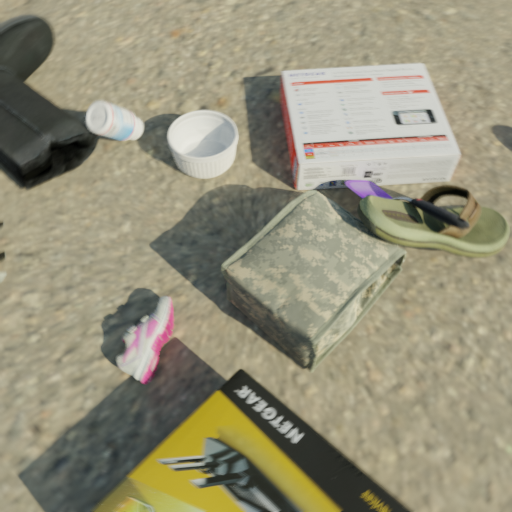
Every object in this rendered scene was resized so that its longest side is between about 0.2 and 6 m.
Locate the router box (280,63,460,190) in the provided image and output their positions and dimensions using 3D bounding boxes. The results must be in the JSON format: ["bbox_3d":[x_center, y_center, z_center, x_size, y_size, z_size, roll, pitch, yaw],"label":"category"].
[{"bbox_3d":[2.082,-2.564,10.872,2.958,0.723,2.655,-4,55,-2],"label":"router box"}]

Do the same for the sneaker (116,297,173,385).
[{"bbox_3d":[-1.654,1.173,8.356,0.614,0.566,1.391,15,56,8],"label":"sneaker"}]

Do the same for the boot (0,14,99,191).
[{"bbox_3d":[-4.322,-3.139,10.998,3.502,1.150,2.887,37,72,27],"label":"boot"}]

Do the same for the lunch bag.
[{"bbox_3d":[0.912,0.228,8.550,1.883,1.350,2.295,38,68,23],"label":"lunch bag"}]

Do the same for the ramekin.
[{"bbox_3d":[-0.984,-2.059,10.555,1.295,0.680,1.295,0,55,0],"label":"ramekin"}]

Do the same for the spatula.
[{"bbox_3d":[2.398,-0.856,9.072,0.723,0.263,2.558,-4,20,-31],"label":"spatula"}]

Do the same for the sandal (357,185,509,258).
[{"bbox_3d":[3.003,-0.649,8.874,3.066,0.875,1.217,2,34,-33],"label":"sandal"}]

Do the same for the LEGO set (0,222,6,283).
[{"bbox_3d":[-5.093,0.361,8.899,2.343,1.022,3.608,36,75,25],"label":"LEGO set"}]

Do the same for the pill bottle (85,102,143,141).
[{"bbox_3d":[-2.650,-2.512,10.612,0.591,1.088,0.591,0,89,25],"label":"pill bottle"}]

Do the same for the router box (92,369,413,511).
[{"bbox_3d":[0.140,3.465,6.256,3.660,0.956,2.877,34,61,30],"label":"router box"}]
